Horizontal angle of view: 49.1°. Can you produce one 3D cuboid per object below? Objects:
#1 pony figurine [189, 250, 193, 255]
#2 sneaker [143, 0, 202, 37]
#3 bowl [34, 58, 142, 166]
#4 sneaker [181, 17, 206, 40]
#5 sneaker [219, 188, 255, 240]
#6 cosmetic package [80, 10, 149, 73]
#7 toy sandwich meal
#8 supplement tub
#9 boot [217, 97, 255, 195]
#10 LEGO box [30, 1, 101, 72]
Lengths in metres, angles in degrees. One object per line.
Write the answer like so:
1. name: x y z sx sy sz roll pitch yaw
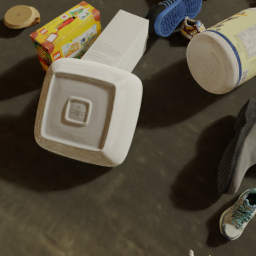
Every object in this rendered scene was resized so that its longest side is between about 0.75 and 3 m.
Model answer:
1. pony figurine: 0.928 3.675 4.612 2.475 2.061 2.389 -34 56 -1
2. sneaker: 1.365 -3.799 9.074 1.069 0.963 2.745 19 48 37
3. bowl: -1.045 -0.386 6.557 2.446 0.913 2.442 15 94 10
4. sneaker: 2.268 -3.031 8.854 1.289 0.581 0.483 31 65 16
5. sneaker: 2.501 1.830 6.162 0.527 0.586 1.358 36 67 18
6. cosmetic package: -0.357 -2.001 7.893 1.000 1.268 2.357 24 63 11
7. toy sandwich meal: -3.533 -3.634 9.325 1.172 0.401 1.172 -1 63 3
8. supplement tub: 3.054 -2.185 7.715 2.418 1.753 1.753 -30 65 -16
9. boot: 3.368 0.620 6.679 1.825 0.968 2.773 26 69 8
10. LEGO box: -1.662 -2.463 8.068 0.728 1.404 1.885 40 68 20
